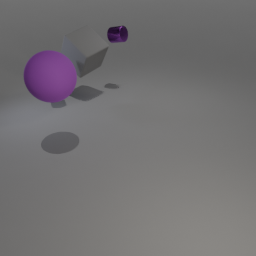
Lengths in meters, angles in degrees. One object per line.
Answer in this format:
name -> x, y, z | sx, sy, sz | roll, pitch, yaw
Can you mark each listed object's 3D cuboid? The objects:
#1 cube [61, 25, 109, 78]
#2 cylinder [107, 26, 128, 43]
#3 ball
cube -> -1.951, -3.379, 12.402 | 1.400, 1.400, 1.400 | 45, 55, 7
cylinder -> -0.466, -4.230, 12.675 | 0.700, 0.700, 0.700 | 6, 28, 33
ball -> -2.109, -1.396, 7.652 | 1.400, 1.400, 1.400 | 0, 29, 0
